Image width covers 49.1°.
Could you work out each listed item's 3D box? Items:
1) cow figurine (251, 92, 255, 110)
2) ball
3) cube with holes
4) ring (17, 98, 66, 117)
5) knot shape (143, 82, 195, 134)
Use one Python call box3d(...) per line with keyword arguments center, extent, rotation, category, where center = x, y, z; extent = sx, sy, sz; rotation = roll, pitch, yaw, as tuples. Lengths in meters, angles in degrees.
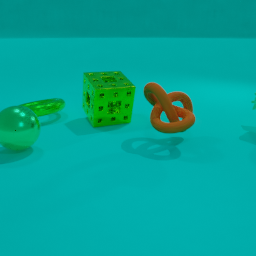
box3d(center=(3.779, -0.723, 7.674), extent=(1.251, 0.686, 1.231), rotation=(6, 17, -36), category="cow figurine")
box3d(center=(-2.554, 0.001, 6.466), extent=(1.034, 1.034, 1.034), rotation=(0, 20, 0), category="ball")
box3d(center=(-0.628, -0.916, 8.511), extent=(1.215, 1.215, 1.215), rotation=(-7, 35, -23), category="cube with holes")
box3d(center=(-2.914, -0.635, 9.025), extent=(1.800, 0.360, 1.800), rotation=(-9, 14, 2), category="ring")
box3d(center=(0.961, -0.526, 6.874), extent=(1.501, 0.741, 1.604), rotation=(44, 30, 7), category="knot shape")
